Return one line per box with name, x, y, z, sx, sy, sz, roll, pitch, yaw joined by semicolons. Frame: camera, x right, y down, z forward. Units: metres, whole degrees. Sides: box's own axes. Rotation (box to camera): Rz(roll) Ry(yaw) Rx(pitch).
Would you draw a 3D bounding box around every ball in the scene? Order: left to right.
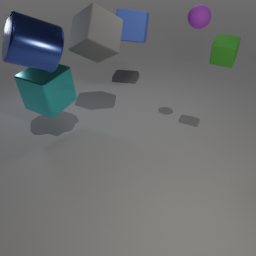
ball;2.177;-3.391;8.543;0.700;0.700;0.700;0;31;0

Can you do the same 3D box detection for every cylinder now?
cylinder;-2.753;-2.436;8.083;1.400;1.400;1.400;8;23;-33

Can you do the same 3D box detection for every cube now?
cube;-2.916;-1.431;10.113;1.400;1.400;1.400;19;45;26
cube;-1.206;-3.460;10.396;1.400;1.400;1.400;15;-14;-39
cube;0.207;-4.932;13.556;1.400;1.400;1.400;8;19;6
cube;2.988;-2.388;8.635;0.700;0.700;0.700;17;52;21
